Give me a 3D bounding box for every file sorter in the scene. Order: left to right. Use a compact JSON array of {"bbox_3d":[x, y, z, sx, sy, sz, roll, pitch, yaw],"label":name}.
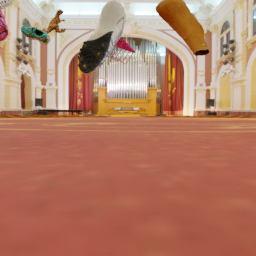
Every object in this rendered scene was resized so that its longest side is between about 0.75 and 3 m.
[{"bbox_3d":[-0.389,-2.745,9.888,0.987,0.619,0.686,34,0,44],"label":"file sorter"}]

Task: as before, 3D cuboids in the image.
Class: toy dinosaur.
[{"bbox_3d":[-2.430,-3.295,9.097,0.682,1.285,0.388,30,25,-38],"label":"toy dinosaur"}]

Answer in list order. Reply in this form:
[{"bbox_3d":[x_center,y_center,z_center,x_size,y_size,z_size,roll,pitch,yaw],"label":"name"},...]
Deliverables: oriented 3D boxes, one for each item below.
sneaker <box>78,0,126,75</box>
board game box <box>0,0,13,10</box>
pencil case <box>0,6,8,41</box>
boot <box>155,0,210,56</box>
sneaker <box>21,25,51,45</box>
[{"bbox_3d":[-0.729,-2.810,9.001,0.995,2.768,1.003,14,-20,22],"label":"sneaker"},{"bbox_3d":[-4.042,-3.479,8.204,1.260,0.218,0.795,7,41,38],"label":"board game box"},{"bbox_3d":[-3.237,-2.678,6.476,0.632,1.350,0.612,-11,-26,-34],"label":"pencil case"},{"bbox_3d":[1.268,-2.121,6.067,1.497,1.072,0.527,-2,-22,-47],"label":"boot"},{"bbox_3d":[-2.818,-2.917,8.500,1.057,0.410,0.421,24,-14,15],"label":"sneaker"}]
